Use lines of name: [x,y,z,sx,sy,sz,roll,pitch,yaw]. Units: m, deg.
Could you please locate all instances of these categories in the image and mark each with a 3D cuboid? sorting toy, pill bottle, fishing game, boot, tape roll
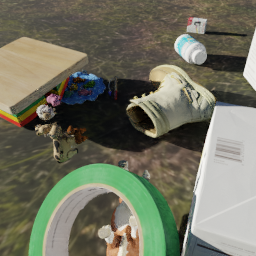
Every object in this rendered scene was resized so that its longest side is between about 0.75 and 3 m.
sorting toy: [-3.073,-1.422,8.263,2.856,0.994,2.838,22,49,27]
pill bottle: [2.414,-2.953,10.649,0.811,0.811,1.464,-10,39,-13]
fishing game: [-1.620,-1.396,8.957,2.629,0.409,1.882,0,40,-1]
boot: [0.833,-0.838,7.761,2.086,0.972,2.697,-20,42,-22]
tape roll: [-0.393,1.589,3.825,2.153,0.517,2.153,-12,64,27]

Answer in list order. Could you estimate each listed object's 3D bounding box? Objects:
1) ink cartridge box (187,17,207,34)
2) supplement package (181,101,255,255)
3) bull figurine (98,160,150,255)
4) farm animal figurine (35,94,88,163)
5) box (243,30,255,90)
ink cartridge box: [3.297,-4.893,13.389,0.845,0.616,0.350,13,39,17]
supplement package: [2.248,1.165,4.480,2.302,1.639,2.956,13,38,15]
bull figurine: [0.043,1.533,4.251,0.691,1.287,2.120,-1,40,8]
farm animal figurine: [-1.122,0.023,4.243,0.922,0.745,0.464,47,38,12]
box: [5.470,-1.766,8.124,2.966,1.939,2.951,-1,37,-1]
